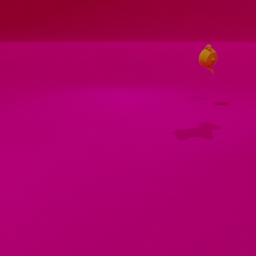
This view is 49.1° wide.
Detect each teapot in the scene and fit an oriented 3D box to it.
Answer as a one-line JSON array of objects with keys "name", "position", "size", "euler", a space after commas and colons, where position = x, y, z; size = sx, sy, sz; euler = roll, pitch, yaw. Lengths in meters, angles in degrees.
[{"name": "teapot", "position": [2.827, -2.396, 9.737], "size": [0.653, 1.050, 0.514], "euler": [-28, 38, -15]}]
